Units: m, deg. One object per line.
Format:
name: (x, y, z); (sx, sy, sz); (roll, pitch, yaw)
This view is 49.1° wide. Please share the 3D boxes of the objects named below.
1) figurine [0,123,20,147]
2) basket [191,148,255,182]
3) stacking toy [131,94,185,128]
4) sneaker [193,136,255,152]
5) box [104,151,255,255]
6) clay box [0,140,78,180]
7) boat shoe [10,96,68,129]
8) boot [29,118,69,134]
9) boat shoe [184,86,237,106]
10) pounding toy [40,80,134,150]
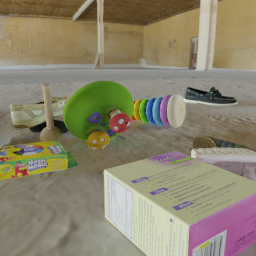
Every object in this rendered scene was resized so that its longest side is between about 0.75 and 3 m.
figurine: (-4.829, 0.146, 8.150); (2.562, 1.103, 2.500); (12, 15, 35)
basket: (1.908, 0.872, 5.531); (1.322, 0.896, 0.816); (0, 13, -1)
stacking toy: (0.724, -0.693, 11.118); (2.912, 1.243, 1.243); (3, 14, 33)
sneaker: (2.506, 0.662, 6.991); (0.856, 0.640, 1.908); (4, 11, -25)
box: (0.797, 1.176, 4.342); (1.650, 0.907, 1.875); (-11, 19, -34)
clay box: (-2.317, 0.726, 6.858); (1.964, 0.467, 1.128); (-8, 18, -25)
boat shoe: (-2.910, -0.760, 9.740); (0.977, 0.843, 2.679); (3, 21, 31)
boot: (-2.685, -0.155, 10.079); (1.414, 0.510, 1.068); (0, 13, 4)
boat shoe: (4.485, -1.806, 15.328); (2.911, 0.965, 1.088); (11, 19, 36)
pounding toy: (-0.951, -0.105, 7.859); (2.783, 2.148, 1.291); (-4, 42, -24)
